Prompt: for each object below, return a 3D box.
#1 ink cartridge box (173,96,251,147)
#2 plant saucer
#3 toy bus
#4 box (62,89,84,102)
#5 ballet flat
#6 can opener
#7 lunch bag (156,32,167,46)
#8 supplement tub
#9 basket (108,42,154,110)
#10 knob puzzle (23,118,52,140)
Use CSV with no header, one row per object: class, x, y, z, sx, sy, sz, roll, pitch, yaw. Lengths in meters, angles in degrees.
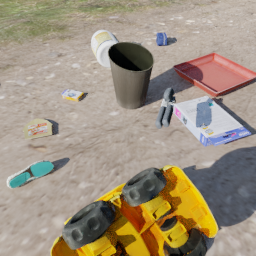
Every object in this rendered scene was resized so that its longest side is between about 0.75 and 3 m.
ink cartridge box,3.053,-0.212,10.514,1.594,0.561,2.672,-15,39,-17
plant saucer,4.091,-2.517,13.293,2.902,0.533,2.896,-22,45,-26
toy bus,0.038,2.081,6.167,2.884,1.957,2.768,-34,4,-7
box,-2.447,-1.438,12.272,0.908,0.188,0.541,12,41,18
ballet flat,-3.060,1.367,8.704,1.465,0.526,0.526,-24,45,-26
can opener,1.111,-0.602,8.421,0.436,0.551,1.658,-14,33,27
lunch bag,2.007,-5.238,16.476,0.610,0.627,0.923,-1,38,-2
supplement tub,-1.105,-4.155,14.539,1.435,1.435,1.988,-11,41,-13
basket,0.104,-1.949,11.126,1.518,2.233,2.013,-30,57,-22
knob puzzle,-3.383,0.024,10.520,1.201,0.167,1.201,0,40,0
